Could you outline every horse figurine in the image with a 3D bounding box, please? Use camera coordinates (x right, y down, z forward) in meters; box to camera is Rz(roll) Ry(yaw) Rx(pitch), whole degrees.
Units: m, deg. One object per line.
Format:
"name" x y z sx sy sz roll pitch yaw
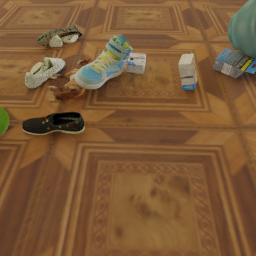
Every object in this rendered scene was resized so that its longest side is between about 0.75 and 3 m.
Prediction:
"horse figurine" -2.132 -1.700 10.413 1.610 0.606 2.429 -7 41 1

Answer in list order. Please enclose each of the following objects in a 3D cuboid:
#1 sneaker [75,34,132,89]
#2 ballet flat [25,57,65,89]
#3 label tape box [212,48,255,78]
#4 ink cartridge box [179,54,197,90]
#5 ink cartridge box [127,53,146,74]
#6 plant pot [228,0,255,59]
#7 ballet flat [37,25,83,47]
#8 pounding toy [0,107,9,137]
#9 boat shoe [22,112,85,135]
"sneaker" -0.816 -2.504 10.120 1.037 1.702 2.608 39 42 6
"ballet flat" -3.222 -2.333 10.978 0.766 0.766 2.136 18 46 18
"label tape box" 4.412 -2.539 11.314 1.598 0.506 1.152 31 52 23
"ink cartridge box" 2.238 -2.077 10.384 0.462 1.095 0.800 1 42 24
"ink cartridge box" 0.351 -2.683 11.564 0.697 0.406 0.964 6 44 5
"plant pot" 5.444 -4.125 11.650 2.841 2.841 1.904 -25 21 -24
"ballet flat" -3.040 -4.188 12.984 2.243 0.761 0.844 -33 65 -33
"pounding toy" -5.028 -0.325 8.559 2.440 1.132 1.883 -24 48 -24
"boat shoe" -2.371 -0.194 8.826 1.963 0.615 0.718 -1 45 1
